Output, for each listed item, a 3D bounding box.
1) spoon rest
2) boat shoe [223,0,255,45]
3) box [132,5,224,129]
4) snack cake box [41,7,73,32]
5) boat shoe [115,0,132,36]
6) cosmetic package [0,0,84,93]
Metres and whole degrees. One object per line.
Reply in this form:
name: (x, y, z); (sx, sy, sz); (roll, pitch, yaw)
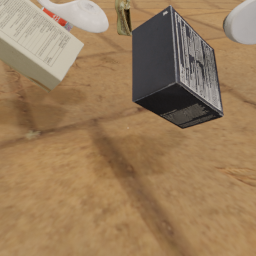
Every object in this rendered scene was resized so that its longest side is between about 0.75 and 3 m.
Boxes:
spoon rest: (-1.595, -3.267, 7.502); (2.391, 0.725, 1.188); (34, 44, -3)
boat shoe: (2.160, -1.833, 4.480); (1.948, 0.668, 0.551); (-25, 34, -23)
box: (0.863, -0.989, 4.985); (0.938, 1.510, 1.522); (-20, 59, 38)
snack cake box: (-2.462, -2.869, 8.505); (0.903, 0.528, 1.570); (32, 84, 2)
boat shoe: (-0.093, -4.571, 11.033); (0.588, 1.877, 0.688); (19, 48, 23)
cosmetic package: (-2.545, -2.208, 6.698); (0.932, 2.623, 1.380); (-21, 38, 52)
